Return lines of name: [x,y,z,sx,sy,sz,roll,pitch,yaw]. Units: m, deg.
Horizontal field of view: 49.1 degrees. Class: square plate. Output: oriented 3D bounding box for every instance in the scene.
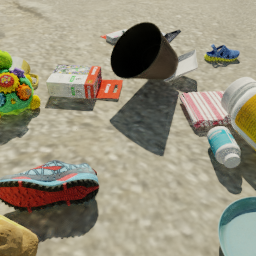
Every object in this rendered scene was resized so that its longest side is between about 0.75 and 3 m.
square plate: [2.149,-2.500,11.401,1.431,0.205,1.445,-20,37,27]

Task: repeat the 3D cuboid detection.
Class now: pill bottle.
pill bottle: [3.992,-0.142,7.785,1.685,1.685,2.988,-14,43,-16]
pill bottle: [2.682,0.544,7.783,0.673,0.673,1.215,-2,36,-2]

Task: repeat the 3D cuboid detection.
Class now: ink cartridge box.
ink cartridge box: [-0.614,-4.954,14.808,1.346,0.293,1.169,-27,48,-29]
ink cartridge box: [-1.576,-1.776,10.638,2.623,0.660,1.429,3,40,6]

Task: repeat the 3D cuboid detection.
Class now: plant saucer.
plant saucer: [3.020,2.447,5.817,2.302,0.315,2.302,0,40,0]

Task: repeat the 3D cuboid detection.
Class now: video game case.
video game case: [1.534,-3.655,12.084,0.175,1.319,1.846,49,35,-1]

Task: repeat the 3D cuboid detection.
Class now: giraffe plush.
giraffe plush: [-3.310,2.327,4.770,2.816,2.430,2.284,23,65,11]

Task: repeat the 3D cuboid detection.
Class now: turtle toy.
turtle toy: [-4.077,-1.497,9.408,1.765,1.224,2.422,-19,70,-21]

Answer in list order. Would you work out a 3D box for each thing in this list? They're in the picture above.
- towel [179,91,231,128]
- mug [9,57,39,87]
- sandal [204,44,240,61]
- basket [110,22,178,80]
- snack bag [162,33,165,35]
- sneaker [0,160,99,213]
towel: [3.116,-0.693,9.648,2.350,0.352,1.720,-3,40,-9]
mug: [-4.211,-2.007,10.708,1.316,1.054,1.080,-9,48,-1]
sandal: [4.287,-3.425,12.646,1.599,0.696,0.636,-2,38,-6]
basket: [0.826,-2.568,10.202,2.343,2.112,1.593,-4,59,-59]
snack bag: [1.467,-4.858,14.817,1.171,0.125,1.104,-31,49,-31]
sneaker: [-1.942,1.335,6.874,2.391,0.948,1.142,0,28,-12]
